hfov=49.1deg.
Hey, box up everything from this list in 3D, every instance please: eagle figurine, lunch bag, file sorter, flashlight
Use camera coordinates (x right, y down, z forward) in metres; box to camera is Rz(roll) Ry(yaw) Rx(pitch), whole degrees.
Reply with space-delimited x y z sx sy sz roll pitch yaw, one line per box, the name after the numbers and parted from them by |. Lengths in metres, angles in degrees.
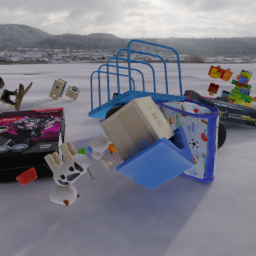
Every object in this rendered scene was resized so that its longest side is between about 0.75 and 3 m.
-5.152 -1.303 11.100 2.187 1.651 1.660 14 29 10 | eagle figurine
1.273 0.194 5.713 1.000 1.373 1.615 -7 16 -17 | lunch bag
0.121 -1.192 7.760 1.691 1.495 2.437 2 -10 -30 | file sorter
3.276 -1.213 11.974 0.661 0.664 1.953 -37 34 -28 | flashlight

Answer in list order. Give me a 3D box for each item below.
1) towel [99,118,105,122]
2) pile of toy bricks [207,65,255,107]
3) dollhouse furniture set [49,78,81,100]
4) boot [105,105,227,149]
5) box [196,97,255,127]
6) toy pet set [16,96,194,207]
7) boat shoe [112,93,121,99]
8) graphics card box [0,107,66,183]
0.088 -0.203 9.324 1.306 0.215 1.804 -16 21 -39 | towel
4.753 -1.491 12.098 3.000 1.664 1.481 21 50 14 | pile of toy bricks
-3.054 -1.748 13.826 1.286 0.901 0.907 23 14 -6 | dollhouse furniture set
0.964 -0.232 7.679 2.947 1.078 2.219 5 17 3 | boot
3.382 -0.536 9.245 1.928 0.492 1.521 10 14 -8 | box
-0.137 0.609 5.127 2.418 1.375 2.590 -35 -5 24 | toy pet set
0.586 -0.851 10.420 2.731 0.773 0.937 7 17 22 | boat shoe
-2.243 0.256 6.227 1.588 0.644 2.532 -4 25 -8 | graphics card box
